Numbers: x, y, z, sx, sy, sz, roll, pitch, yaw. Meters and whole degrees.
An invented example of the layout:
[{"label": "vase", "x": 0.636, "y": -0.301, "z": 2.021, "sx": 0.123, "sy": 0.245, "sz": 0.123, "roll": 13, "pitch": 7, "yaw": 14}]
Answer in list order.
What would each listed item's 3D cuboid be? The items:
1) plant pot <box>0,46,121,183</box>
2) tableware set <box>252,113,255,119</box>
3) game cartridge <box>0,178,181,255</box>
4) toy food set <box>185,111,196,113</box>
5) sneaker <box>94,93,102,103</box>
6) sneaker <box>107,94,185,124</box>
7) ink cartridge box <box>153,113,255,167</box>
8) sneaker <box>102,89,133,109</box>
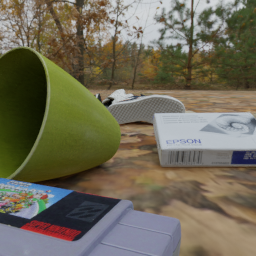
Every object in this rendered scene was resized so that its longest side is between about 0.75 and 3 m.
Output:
[{"label": "plant pot", "x": -1.062, "y": 0.018, "z": 4.389, "sx": 1.843, "sy": 1.843, "sz": 1.970, "roll": 7, "pitch": -8, "yaw": 37}, {"label": "tableware set", "x": 3.832, "y": 0.157, "z": 6.549, "sx": 2.845, "sy": 0.570, "sz": 1.880, "roll": -10, "pitch": 24, "yaw": -21}, {"label": "game cartridge", "x": -1.188, "y": 0.929, "z": 2.133, "sx": 2.858, "sy": 0.549, "sz": 1.853, "roll": 4, "pitch": 15, "yaw": 23}, {"label": "toy food set", "x": 2.186, "y": -0.321, "z": 10.108, "sx": 0.896, "sy": 0.377, "sz": 1.249, "roll": -5, "pitch": 19, "yaw": -29}, {"label": "sneaker", "x": -1.581, "y": -0.679, "z": 10.795, "sx": 1.201, "sy": 1.039, "sz": 2.743, "roll": -12, "pitch": 4, "yaw": -8}, {"label": "sneaker", "x": 0.649, "y": -0.684, "z": 9.889, "sx": 2.701, "sy": 1.059, "sz": 1.073, "roll": 0, "pitch": 15, "yaw": 12}, {"label": "ink cartridge box", "x": 1.601, "y": 0.043, "z": 5.720, "sx": 2.118, "sy": 0.431, "sz": 2.122, "roll": 0, "pitch": 26, "yaw": 0}, {"label": "sneaker", "x": -0.687, "y": -1.299, "z": 13.691, "sx": 1.401, "sy": 1.098, "sz": 2.819, "roll": -7, "pitch": 10, "yaw": -18}]
